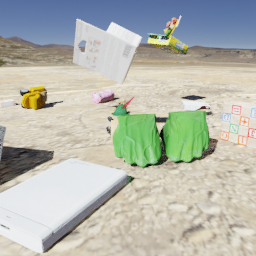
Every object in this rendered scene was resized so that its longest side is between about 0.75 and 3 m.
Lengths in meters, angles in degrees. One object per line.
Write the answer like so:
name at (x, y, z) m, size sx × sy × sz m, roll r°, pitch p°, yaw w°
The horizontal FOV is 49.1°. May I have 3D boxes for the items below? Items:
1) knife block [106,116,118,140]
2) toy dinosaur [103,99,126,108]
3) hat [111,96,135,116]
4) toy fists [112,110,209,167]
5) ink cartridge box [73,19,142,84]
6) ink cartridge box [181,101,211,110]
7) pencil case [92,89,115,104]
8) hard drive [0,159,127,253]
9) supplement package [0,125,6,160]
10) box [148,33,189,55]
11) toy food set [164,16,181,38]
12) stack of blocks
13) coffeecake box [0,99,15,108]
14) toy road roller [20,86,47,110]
knife block at (-0.266, 0.145, 9.620) m, size 2.005 × 0.731 × 2.284 m, roll 7°, pitch 18°, yaw 26°
toy dinosaur at (-0.545, -1.185, 14.926) m, size 0.854 × 0.486 × 1.607 m, roll -15°, pitch 0°, yaw 28°
hat at (-0.324, -1.120, 13.641) m, size 1.025 × 0.903 × 0.849 m, roll -10°, pitch 19°, yaw -31°
toy fists at (0.957, 0.287, 7.935) m, size 2.839 × 1.447 × 0.976 m, roll -4°, pitch 6°, yaw -15°
ink cartridge box at (-0.711, -2.368, 8.593) m, size 1.825 × 0.463 × 2.071 m, roll 25°, pitch -26°, yaw -3°
ink cartridge box at (3.620, -1.173, 14.991) m, size 1.374 × 0.325 × 1.100 m, roll 5°, pitch 16°, yaw 0°
pencil case at (-1.477, -1.937, 16.782) m, size 0.734 × 0.734 × 1.679 m, roll 9°, pitch 18°, yaw 29°
hard drive at (-1.463, 1.401, 5.953) m, size 1.803 × 0.365 × 2.733 m, roll 9°, pitch 18°, yaw 28°
supplement package at (-4.595, 0.362, 6.572) m, size 2.440 × 1.353 × 1.900 m, roll 4°, pitch -9°, yaw 14°
box at (1.898, -4.061, 13.495) m, size 1.226 × 0.506 × 2.090 m, roll 20°, pitch 8°, yaw 38°
toy food set at (1.306, -3.126, 8.583) m, size 0.280 × 0.504 × 0.856 m, roll 24°, pitch -14°, yaw -7°
stack of blocks at (4.278, -0.044, 9.181) m, size 0.677 × 1.331 × 2.312 m, roll -14°, pitch 21°, yaw -39°
coffeecake box at (-6.836, -1.385, 15.625) m, size 0.635 × 0.302 × 0.827 m, roll 14°, pitch 21°, yaw 40°
toy road roller at (-4.921, -1.538, 15.047) m, size 1.187 × 0.999 × 1.626 m, roll 28°, pitch 35°, yaw 34°
